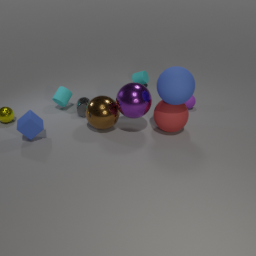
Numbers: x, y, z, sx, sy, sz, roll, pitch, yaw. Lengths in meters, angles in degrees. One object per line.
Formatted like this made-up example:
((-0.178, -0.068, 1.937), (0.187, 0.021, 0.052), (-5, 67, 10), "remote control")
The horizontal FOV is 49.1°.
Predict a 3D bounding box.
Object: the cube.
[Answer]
((-3.742, -0.125, 10.733), (0.700, 0.700, 0.700), (-39, 36, 7), "cube")

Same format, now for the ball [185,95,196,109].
((2.837, -1.265, 13.232), (0.700, 0.700, 0.700), (0, 30, 0), "ball")

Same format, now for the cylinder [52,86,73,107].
((-3.064, -1.468, 13.096), (0.700, 0.700, 0.700), (18, 70, 28), "cylinder")

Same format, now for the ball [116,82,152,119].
((0.228, -1.067, 10.899), (1.400, 1.400, 1.400), (0, 30, 0), "ball")

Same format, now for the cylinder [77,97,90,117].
((-1.980, -0.950, 12.737), (0.700, 0.700, 0.700), (-5, 30, -9), "cylinder")

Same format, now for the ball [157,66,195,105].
((1.757, -1.553, 10.312), (1.400, 1.400, 1.400), (0, 30, 0), "ball")

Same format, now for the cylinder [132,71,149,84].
((0.696, -2.781, 15.642), (0.700, 0.700, 0.700), (-9, 22, 33), "cylinder")

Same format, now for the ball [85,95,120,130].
((-1.036, -0.627, 11.440), (1.400, 1.400, 1.400), (0, 30, 0), "ball")

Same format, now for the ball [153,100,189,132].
((1.727, -0.528, 11.268), (1.400, 1.400, 1.400), (0, 30, 0), "ball")

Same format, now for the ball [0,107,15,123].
((-5.272, -0.575, 12.083), (0.700, 0.700, 0.700), (0, 30, 0), "ball")
